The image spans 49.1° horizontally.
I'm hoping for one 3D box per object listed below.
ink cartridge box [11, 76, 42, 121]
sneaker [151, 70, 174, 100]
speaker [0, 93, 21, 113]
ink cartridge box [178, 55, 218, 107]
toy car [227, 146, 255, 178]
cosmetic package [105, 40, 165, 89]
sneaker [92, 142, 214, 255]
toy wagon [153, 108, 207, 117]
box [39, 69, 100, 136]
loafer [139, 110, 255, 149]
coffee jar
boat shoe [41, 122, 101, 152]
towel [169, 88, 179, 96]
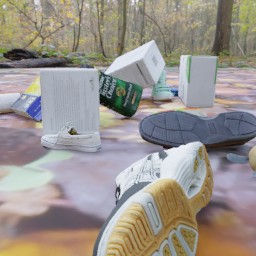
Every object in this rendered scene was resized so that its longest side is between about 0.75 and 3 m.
[{"bbox_3d":[-2.911,-1.167,9.498,1.904,0.448,1.882,11,57,48],"label":"ink cartridge box"},{"bbox_3d":[1.556,-2.026,13.139,0.835,1.339,2.270,-1,16,-11],"label":"sneaker"},{"bbox_3d":[-4.689,-0.842,9.924,1.683,0.683,0.683,-12,19,-36],"label":"speaker"},{"bbox_3d":[2.937,-2.119,12.131,1.162,2.013,2.756,2,15,4],"label":"ink cartridge box"},{"bbox_3d":[2.435,0.396,4.708,1.403,1.107,1.152,-17,25,-16],"label":"toy car"},{"bbox_3d":[0.309,-2.671,12.963,2.209,1.358,2.202,-16,28,30],"label":"cosmetic package"},{"bbox_3d":[0.224,0.922,3.235,1.091,0.942,2.489,-13,6,30],"label":"sneaker"},{"bbox_3d":[1.115,-0.217,7.313,1.740,0.344,1.350,-6,-10,33],"label":"toy wagon"},{"bbox_3d":[-1.464,-0.719,7.368,1.392,1.625,1.617,-1,9,-8],"label":"box"},{"bbox_3d":[1.535,0.171,6.226,2.597,0.818,0.934,-2,57,1],"label":"loafer"},{"bbox_3d":[-0.676,-1.176,8.873,2.151,1.122,0.918,19,-6,-21],"label":"coffee jar"},{"bbox_3d":[-1.297,0.144,6.250,1.461,0.623,0.540,6,16,21],"label":"boat shoe"},{"bbox_3d":[2.532,-1.903,14.721,0.706,0.307,1.265,-3,14,-13],"label":"towel"}]
